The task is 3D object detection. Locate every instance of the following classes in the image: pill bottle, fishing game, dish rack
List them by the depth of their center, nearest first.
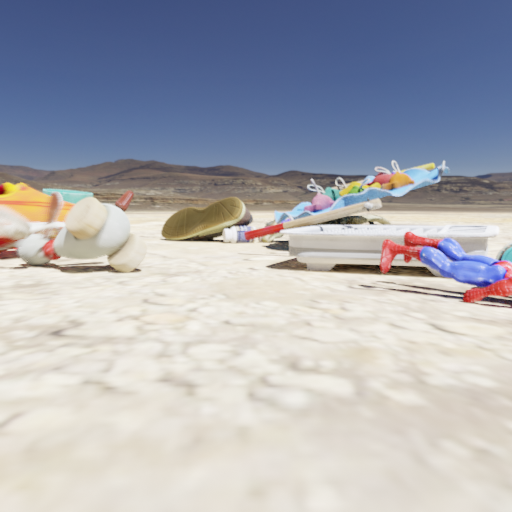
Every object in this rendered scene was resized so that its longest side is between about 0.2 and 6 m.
[{"bbox_3d":[1.761,-0.113,7.275,2.538,0.553,2.178,3,7,23],"label":"dish rack"},{"bbox_3d":[1.808,-1.250,9.981,3.209,0.697,4.481,-11,10,34],"label":"fishing game"},{"bbox_3d":[-0.344,-0.424,11.411,0.637,0.354,0.354,-3,6,-18],"label":"pill bottle"}]

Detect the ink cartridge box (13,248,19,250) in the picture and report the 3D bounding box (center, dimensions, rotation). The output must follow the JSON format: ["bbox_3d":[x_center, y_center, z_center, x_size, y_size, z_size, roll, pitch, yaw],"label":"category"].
[{"bbox_3d":[-4.075,-0.419,10.376,1.598,0.537,0.929,-5,8,-41],"label":"ink cartridge box"}]

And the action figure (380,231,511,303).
[{"bbox_3d":[2.040,0.171,4.843,0.637,0.504,1.948,-12,17,-40],"label":"action figure"}]

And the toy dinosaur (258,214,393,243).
[{"bbox_3d":[1.734,-0.644,11.576,3.294,0.782,1.451,-1,4,-15],"label":"toy dinosaur"}]

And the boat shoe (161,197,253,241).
[{"bbox_3d":[-1.070,-0.633,11.960,2.207,0.808,0.715,-9,-33,35],"label":"boat shoe"}]

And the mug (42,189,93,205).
[{"bbox_3d":[-6.056,-1.463,17.557,1.505,1.132,1.831,11,10,36],"label":"mug"}]

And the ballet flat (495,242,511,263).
[{"bbox_3d":[3.197,0.076,4.865,2.080,0.701,0.648,4,-3,34],"label":"ballet flat"}]

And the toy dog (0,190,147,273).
[{"bbox_3d":[-2.202,-0.387,7.052,1.952,0.940,1.287,8,-34,20],"label":"toy dog"}]

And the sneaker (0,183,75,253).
[{"bbox_3d":[-3.506,-0.708,9.038,1.038,1.097,2.843,-29,-9,20],"label":"sneaker"}]
